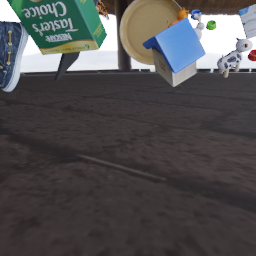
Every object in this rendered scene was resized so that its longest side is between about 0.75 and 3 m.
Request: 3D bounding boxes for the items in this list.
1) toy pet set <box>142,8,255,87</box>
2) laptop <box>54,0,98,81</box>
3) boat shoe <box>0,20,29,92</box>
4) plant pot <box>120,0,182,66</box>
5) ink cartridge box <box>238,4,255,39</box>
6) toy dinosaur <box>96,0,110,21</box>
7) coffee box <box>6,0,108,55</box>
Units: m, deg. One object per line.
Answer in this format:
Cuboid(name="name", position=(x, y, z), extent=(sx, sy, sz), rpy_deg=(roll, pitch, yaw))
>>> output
Cuboid(name="toy pet set", position=(1.232, -1.808, 5.294), extent=(1.871, 1.064, 2.004), rpy_deg=(-32, 55, -10))
Cuboid(name="laptop", position=(-1.881, -3.052, 8.134), extent=(1.383, 2.234, 2.386), rpy_deg=(28, 44, -4))
Cuboid(name="boat shoe", position=(-2.768, -1.554, 6.081), extent=(0.769, 1.694, 0.599), rpy_deg=(-7, 44, -46))
Cuboid(name="plant pot", position=(0.983, -3.785, 10.950), extent=(2.613, 2.613, 0.359), rpy_deg=(2, 21, 8))
Cuboid(name="ink cartridge box", position=(4.225, -3.582, 9.452), extent=(0.711, 0.984, 0.414), rpy_deg=(-15, -15, 22))
Cuboid(name="toy dinosaur", position=(-1.391, -4.259, 9.893), extent=(1.308, 0.984, 1.927), rpy_deg=(-2, -32, 39))
Cuboid(name="coffee box", position=(-1.522, -2.491, 5.074), extent=(1.537, 2.500, 0.550), rpy_deg=(3, 53, 24))
